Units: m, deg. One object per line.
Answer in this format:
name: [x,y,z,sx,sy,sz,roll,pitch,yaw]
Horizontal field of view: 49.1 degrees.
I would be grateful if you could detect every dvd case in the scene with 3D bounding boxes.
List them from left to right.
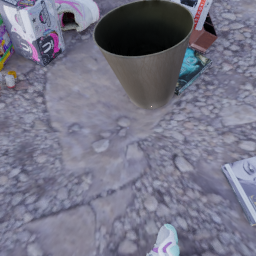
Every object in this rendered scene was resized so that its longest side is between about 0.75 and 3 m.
dvd case: [3.848,1.463,7.428,2.244,0.179,1.669,-13,56,-9]

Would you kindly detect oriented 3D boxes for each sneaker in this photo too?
sneaker: [-2.695,-4.695,11.135,2.936,1.194,1.295,18,55,13]
sneaker: [0.116,3.078,5.827,1.688,0.938,2.413,11,55,7]

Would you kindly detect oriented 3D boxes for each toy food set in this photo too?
toy food set: [-4.374,-1.359,9.267,1.550,0.697,0.740,-23,42,-36]

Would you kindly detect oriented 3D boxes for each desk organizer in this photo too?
desk organizer: [2.694,-3.895,10.670,0.733,0.787,2.044,16,51,-25]

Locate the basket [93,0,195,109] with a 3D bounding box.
basket: [0.539,-1.869,8.033,2.491,2.763,1.879,-7,63,5]

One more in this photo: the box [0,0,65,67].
box: [-3.259,-3.487,9.650,1.465,2.216,1.272,27,59,18]

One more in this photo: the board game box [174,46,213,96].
board game box: [1.857,-2.091,9.862,1.348,0.281,1.993,37,63,23]

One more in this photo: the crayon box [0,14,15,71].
crayon box: [-4.590,-3.314,9.808,0.595,1.762,2.043,11,56,7]

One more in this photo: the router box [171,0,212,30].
router box: [1.671,-3.361,7.456,0.294,1.205,1.082,-10,36,-44]
